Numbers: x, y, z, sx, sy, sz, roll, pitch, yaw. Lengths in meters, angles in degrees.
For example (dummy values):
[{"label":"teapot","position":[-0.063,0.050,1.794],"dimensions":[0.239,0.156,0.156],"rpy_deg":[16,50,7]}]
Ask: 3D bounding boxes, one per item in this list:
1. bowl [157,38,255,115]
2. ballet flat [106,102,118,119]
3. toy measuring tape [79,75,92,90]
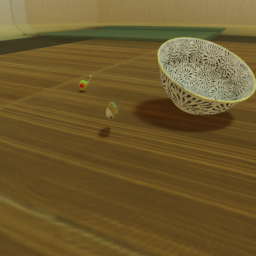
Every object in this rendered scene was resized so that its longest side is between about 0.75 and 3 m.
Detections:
[{"label":"bowl","position":[2.085,-1.311,8.348],"dimensions":[2.889,1.356,2.889],"rpy_deg":[8,48,-9]},{"label":"ballet flat","position":[-0.419,-0.408,7.050],"dimensions":[0.331,0.331,0.936],"rpy_deg":[-1,-7,-2]},{"label":"toy measuring tape","position":[-1.642,-1.754,10.590],"dimensions":[0.319,0.866,0.319],"rpy_deg":[17,51,-21]}]
